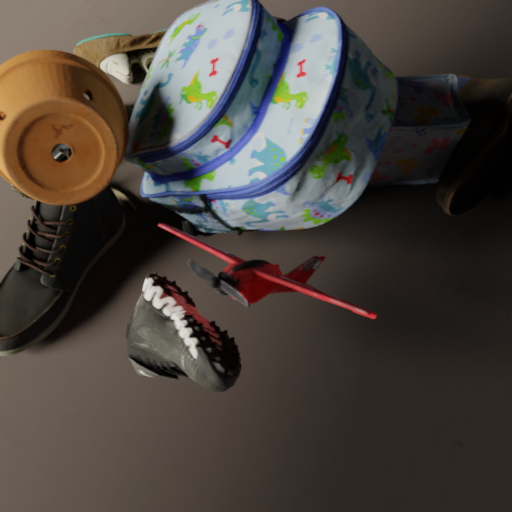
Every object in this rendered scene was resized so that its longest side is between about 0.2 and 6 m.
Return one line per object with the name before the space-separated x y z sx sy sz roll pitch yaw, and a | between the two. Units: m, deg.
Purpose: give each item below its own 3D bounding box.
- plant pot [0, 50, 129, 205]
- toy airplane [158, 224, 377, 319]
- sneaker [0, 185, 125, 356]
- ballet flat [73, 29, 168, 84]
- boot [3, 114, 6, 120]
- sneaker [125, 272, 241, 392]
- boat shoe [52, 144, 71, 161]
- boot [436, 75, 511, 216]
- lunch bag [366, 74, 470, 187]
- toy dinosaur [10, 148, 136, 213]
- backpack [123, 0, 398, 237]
plant pot | -2.429 -1.438 6.857 1.870 1.870 1.309 -20 34 -11
toy airplane | 0.189 0.265 6.921 2.924 2.924 0.538 20 101 11
sneaker | -3.489 -0.088 9.059 1.239 1.760 3.313 23 63 13
ballet flat | -2.475 -4.253 12.060 2.759 0.936 0.998 -11 80 -11
boot | -3.767 -1.806 7.514 0.734 1.567 2.016 0 73 20
sneaker | -0.954 1.098 6.557 1.073 0.788 2.372 -58 35 3
boat shoe | -3.570 -2.374 11.105 2.410 0.877 0.744 -39 111 -27
boot | 3.943 -2.249 10.774 1.779 1.372 3.671 26 59 32
lunch bag | 2.437 -2.271 10.233 2.210 1.874 1.405 -6 63 -2
toy dinosaur | -3.334 -1.452 10.439 2.314 0.549 1.020 7 102 2
backpack | -0.059 -1.962 8.010 3.511 2.580 3.213 6 73 44
